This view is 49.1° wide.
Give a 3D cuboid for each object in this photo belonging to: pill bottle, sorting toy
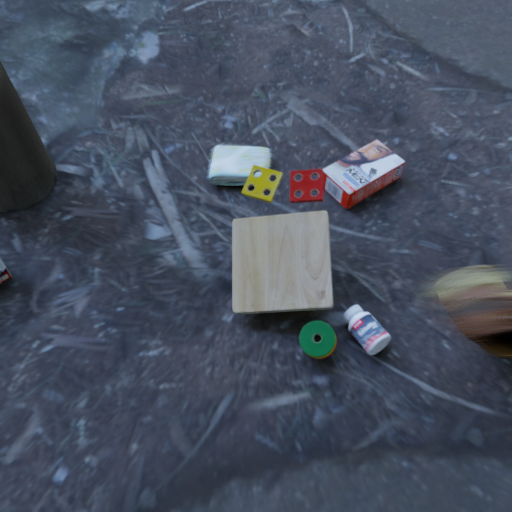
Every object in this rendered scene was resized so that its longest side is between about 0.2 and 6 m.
[{"bbox_3d":[1.936,1.295,9.944,0.496,0.496,0.830,-28,57,-19],"label":"pill bottle"},{"bbox_3d":[0.500,0.062,10.438,1.803,0.633,3.741,-5,73,12],"label":"sorting toy"}]

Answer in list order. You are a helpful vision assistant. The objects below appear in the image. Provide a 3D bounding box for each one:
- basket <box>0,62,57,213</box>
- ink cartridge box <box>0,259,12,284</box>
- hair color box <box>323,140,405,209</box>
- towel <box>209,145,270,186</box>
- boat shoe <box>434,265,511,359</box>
[{"bbox_3d":[-5.705,-2.781,11.333,2.787,3.091,2.102,32,60,22],"label":"basket"},{"bbox_3d":[-5.324,0.291,10.361,1.157,1.016,0.485,-37,62,-23],"label":"ink cartridge box"},{"bbox_3d":[2.308,-1.797,12.209,1.637,0.523,0.908,-31,59,-22],"label":"hair color box"},{"bbox_3d":[-0.345,-2.010,12.471,1.307,0.315,1.119,3,47,3],"label":"towel"},{"bbox_3d":[3.893,1.132,8.879,1.134,3.150,1.064,-30,53,33],"label":"boat shoe"}]
